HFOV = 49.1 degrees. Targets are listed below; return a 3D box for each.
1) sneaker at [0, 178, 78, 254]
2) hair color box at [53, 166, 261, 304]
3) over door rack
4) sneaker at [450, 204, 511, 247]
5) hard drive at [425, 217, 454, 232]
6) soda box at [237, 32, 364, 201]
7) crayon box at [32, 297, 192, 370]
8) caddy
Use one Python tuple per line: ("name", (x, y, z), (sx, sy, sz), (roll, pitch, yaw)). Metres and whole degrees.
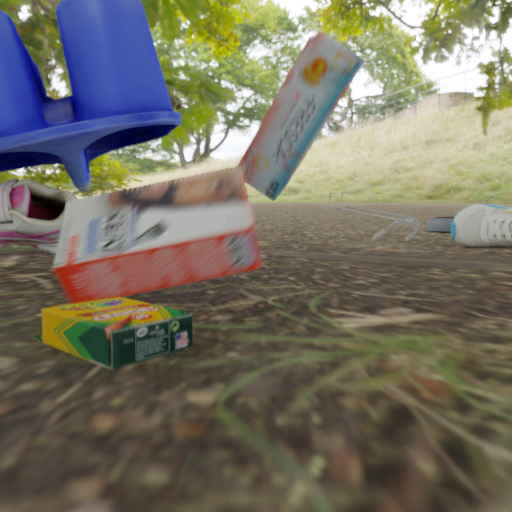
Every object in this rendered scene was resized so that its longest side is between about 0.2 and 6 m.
("sneaker", (-3.590, -0.637, 7.955), (2.444, 0.994, 1.078), (-4, -27, -25))
("hair color box", (-0.828, -0.191, 4.821), (1.610, 0.515, 0.893), (-11, 43, 0))
("over door rack", (2.437, -0.765, 11.691), (1.858, 0.619, 1.372), (24, 14, 15))
("sneaker", (4.304, -0.504, 9.540), (2.017, 0.772, 0.815), (-3, 7, -12))
("hard drive", (4.921, -0.727, 13.178), (1.652, 0.350, 1.114), (4, 8, 28))
("soda box", (0.630, -2.134, 8.750), (0.852, 2.493, 0.792), (34, 33, 1))
("crayon box", (-0.934, 0.450, 3.550), (0.950, 0.241, 0.603), (5, 8, 42))
("caddy", (-2.993, -2.204, 8.786), (3.306, 2.455, 4.677), (-14, 10, -13))
